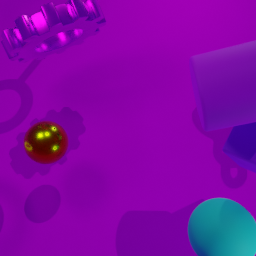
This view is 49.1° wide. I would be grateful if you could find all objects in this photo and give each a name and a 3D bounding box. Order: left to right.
[{"bbox_3d":[-1.660,0.294,5.703,0.888,0.888,0.888,0,66,0],"label":"ball"},{"bbox_3d":[-1.492,-1.964,5.775,2.091,2.091,0.387,-25,97,-10],"label":"gear"},{"bbox_3d":[1.584,1.758,4.713,1.128,1.128,1.128,0,66,0],"label":"ball"},{"bbox_3d":[1.509,-0.586,3.932,1.094,1.094,1.094,-12,66,11],"label":"cylinder"},{"bbox_3d":[2.430,0.240,4.635,1.087,1.087,1.087,25,86,41],"label":"cube"}]
